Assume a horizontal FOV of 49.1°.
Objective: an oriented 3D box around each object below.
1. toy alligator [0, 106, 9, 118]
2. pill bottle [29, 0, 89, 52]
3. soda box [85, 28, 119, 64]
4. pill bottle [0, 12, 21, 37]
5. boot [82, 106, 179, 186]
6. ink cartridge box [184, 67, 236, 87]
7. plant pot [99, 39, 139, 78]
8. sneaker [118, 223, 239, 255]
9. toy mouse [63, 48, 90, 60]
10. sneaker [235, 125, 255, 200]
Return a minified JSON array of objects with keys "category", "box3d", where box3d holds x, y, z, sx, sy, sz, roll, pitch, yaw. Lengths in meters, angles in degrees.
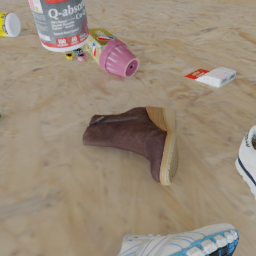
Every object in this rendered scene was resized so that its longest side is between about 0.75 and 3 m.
[{"category":"toy alligator","box3d":[-3.585,-0.213,7.154,1.275,0.306,0.423,-29,10,-37]},{"category":"pill bottle","box3d":[-1.806,-3.275,7.051,1.366,2.359,1.366,-3,45,3]},{"category":"soda box","box3d":[-1.064,-3.423,11.677,0.941,0.889,2.778,-10,33,-18]},{"category":"pill bottle","box3d":[-6.799,-5.385,14.517,2.133,1.165,1.165,7,33,12]},{"category":"boot","box3d":[0.017,0.344,6.017,2.065,0.898,2.482,-5,31,12]},{"category":"ink cartridge box","box3d":[2.867,-1.901,9.815,1.401,0.400,1.139,31,43,33]},{"category":"plant pot","box3d":[-0.251,-2.356,9.877,1.066,1.191,1.191,38,46,23]},{"category":"sneaker","box3d":[0.445,1.683,3.733,2.258,0.846,0.978,-15,30,-22]},{"category":"toy mouse","box3d":[-2.039,-3.056,11.643,1.078,0.235,1.213,-29,48,-27]},{"category":"sneaker","box3d":[2.667,0.892,4.857,0.873,0.920,2.286,-7,35,-14]}]
